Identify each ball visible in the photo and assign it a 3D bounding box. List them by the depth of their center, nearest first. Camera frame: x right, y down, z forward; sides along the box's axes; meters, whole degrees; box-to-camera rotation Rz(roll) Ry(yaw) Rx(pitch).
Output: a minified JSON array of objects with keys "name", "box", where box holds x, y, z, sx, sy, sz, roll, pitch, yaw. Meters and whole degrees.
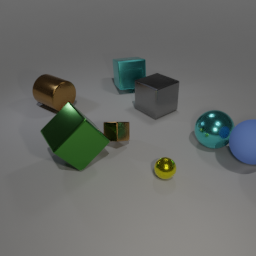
[{"name":"ball","box":[3.886,0.431,8.712,1.400,1.400,1.400,0,33,0]},{"name":"ball","box":[1.179,1.268,8.846,0.700,0.700,0.700,0,33,0]},{"name":"ball","box":[3.109,0.049,10.091,1.400,1.400,1.400,0,33,0]}]

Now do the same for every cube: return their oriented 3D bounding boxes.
[{"name":"cube","box":[-1.749,0.277,9.261,1.400,1.400,1.400,-46,44,-2]},{"name":"cube","box":[-0.419,0.124,10.281,0.700,0.700,0.700,0,1,41]},{"name":"cube","box":[1.263,-1.456,12.421,1.400,1.400,1.400,-24,38,-32]},{"name":"cube","box":[0.063,-2.831,14.368,1.400,1.400,1.400,-8,21,-12]}]

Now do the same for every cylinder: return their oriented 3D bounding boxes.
[{"name":"cylinder","box":[-3.329,-1.608,12.690,1.400,1.400,1.400,22,39,30]}]
